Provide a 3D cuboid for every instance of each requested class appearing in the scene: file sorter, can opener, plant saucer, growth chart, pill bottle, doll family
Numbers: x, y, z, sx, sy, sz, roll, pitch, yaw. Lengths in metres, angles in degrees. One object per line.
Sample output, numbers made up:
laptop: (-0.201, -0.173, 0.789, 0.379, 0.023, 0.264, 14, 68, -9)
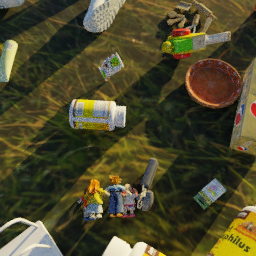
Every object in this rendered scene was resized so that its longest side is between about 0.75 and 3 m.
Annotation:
file sorter: (-2.213, 3.668, 6.028, 1.926, 1.728, 2.776, -36, 71, -15)
can opener: (0.615, 1.554, 7.688, 0.485, 0.387, 1.450, 14, 66, 22)
plant saucer: (2.779, -1.451, 9.196, 1.826, 0.295, 1.826, 0, 65, -1)
growth chart: (-0.572, -2.051, 9.311, 0.844, 0.075, 0.611, -35, 97, 11)
pill bottle: (2.944, 2.828, 6.621, 1.330, 1.330, 2.435, 41, 71, 17)
pill bottle: (-0.886, -0.381, 8.379, 1.600, 0.874, 0.874, 4, 65, 2)
pill bottle: (0.621, 3.606, 6.159, 2.768, 1.512, 1.512, 27, 68, 12)
doll family: (-0.526, 1.814, 7.417, 1.685, 0.759, 1.046, -4, 65, -2)

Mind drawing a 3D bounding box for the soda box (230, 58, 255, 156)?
soda box: (3.897, -0.678, 8.466, 0.915, 0.968, 2.858, 17, 66, 8)

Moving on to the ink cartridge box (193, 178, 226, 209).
ink cartridge box: (2.224, 1.777, 7.587, 0.822, 0.244, 0.427, -29, 65, -28)

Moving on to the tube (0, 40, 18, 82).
tube: (-4.170, -2.250, 9.564, 0.408, 0.456, 1.573, 20, 64, -32)

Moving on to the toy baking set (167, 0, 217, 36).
toy baking set: (2.416, -3.984, 10.434, 1.613, 0.245, 2.102, -36, 64, -10)

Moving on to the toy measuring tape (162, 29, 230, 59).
toy measuring tape: (2.257, -3.005, 9.709, 2.823, 1.038, 1.038, -19, 65, -26)

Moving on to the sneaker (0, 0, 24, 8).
sneaker: (-5.026, -4.502, 10.409, 2.220, 0.818, 1.283, 7, 66, 14)

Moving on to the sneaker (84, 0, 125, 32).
sneaker: (-1.005, -4.476, 10.398, 0.992, 0.941, 2.464, 20, 62, 23)
